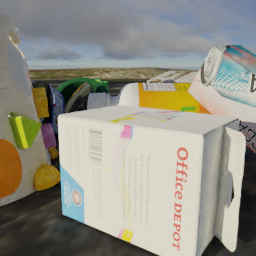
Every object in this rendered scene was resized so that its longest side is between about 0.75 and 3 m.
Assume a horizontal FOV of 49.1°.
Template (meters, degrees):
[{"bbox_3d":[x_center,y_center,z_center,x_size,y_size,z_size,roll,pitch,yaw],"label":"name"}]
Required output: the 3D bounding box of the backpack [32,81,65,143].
[{"bbox_3d":[-2.187,-0.375,6.859,1.522,1.450,1.173,3,-4,11],"label":"backpack"}]

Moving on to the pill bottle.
[{"bbox_3d":[0.604,-0.125,5.496,2.702,1.501,1.501,0,12,-1],"label":"pill bottle"}]

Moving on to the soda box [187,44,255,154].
[{"bbox_3d":[2.107,-0.110,3.905,0.826,0.889,2.600,-16,53,-39],"label":"soda box"}]

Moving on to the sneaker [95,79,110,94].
[{"bbox_3d":[-2.011,-2.317,16.543,1.007,1.136,2.718,6,14,23],"label":"sneaker"}]

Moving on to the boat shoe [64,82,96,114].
[{"bbox_3d":[-1.431,-0.617,8.578,0.834,0.942,2.574,31,35,-9],"label":"boat shoe"}]

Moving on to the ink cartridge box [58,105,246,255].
[{"bbox_3d":[0.341,0.487,3.268,1.990,1.279,1.246,9,14,33],"label":"ink cartridge box"}]

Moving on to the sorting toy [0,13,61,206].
[{"bbox_3d":[-1.938,-0.432,4.572,1.493,2.516,2.795,-4,13,-16],"label":"sorting toy"}]

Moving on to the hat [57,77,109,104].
[{"bbox_3d":[-1.660,-0.544,10.421,1.948,2.070,2.351,1,55,-4],"label":"hat"}]

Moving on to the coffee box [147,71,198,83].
[{"bbox_3d":[1.817,-0.814,8.289,1.047,1.483,2.623,-27,22,-22],"label":"coffee box"}]
